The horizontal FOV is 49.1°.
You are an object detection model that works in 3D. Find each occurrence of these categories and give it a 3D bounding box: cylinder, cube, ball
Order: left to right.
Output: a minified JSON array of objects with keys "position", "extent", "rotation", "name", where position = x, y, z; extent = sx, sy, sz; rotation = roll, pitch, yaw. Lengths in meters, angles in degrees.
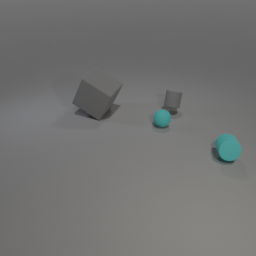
[{"position":[-1.297,-1.486,12.023],"extent":[1.400,1.400,1.400],"rotation":[32,38,1],"name":"cube"},{"position":[1.383,-0.395,11.258],"extent":[0.700,0.700,0.700],"rotation":[0,28,0],"name":"ball"},{"position":[1.965,-1.270,12.217],"extent":[0.700,0.700,0.700],"rotation":[9,12,-2],"name":"cylinder"},{"position":[3.258,0.618,9.119],"extent":[0.700,0.700,0.700],"rotation":[4,19,7],"name":"cylinder"}]
